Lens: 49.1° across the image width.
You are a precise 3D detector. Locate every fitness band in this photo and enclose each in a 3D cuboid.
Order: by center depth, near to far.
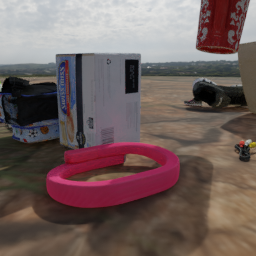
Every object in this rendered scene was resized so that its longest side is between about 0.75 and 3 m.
[{"bbox_3d":[-0.198,0.662,4.367,2.114,0.396,1.518,-9,18,-32],"label":"fitness band"}]

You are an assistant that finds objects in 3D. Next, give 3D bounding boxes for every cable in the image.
[{"bbox_3d":[2.357,0.413,5.725,0.432,0.224,0.889,8,15,31],"label":"cable"}]

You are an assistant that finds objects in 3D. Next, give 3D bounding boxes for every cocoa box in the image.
[{"bbox_3d":[-0.622,-0.580,6.022,1.321,2.013,1.342,12,18,42],"label":"cocoa box"}]

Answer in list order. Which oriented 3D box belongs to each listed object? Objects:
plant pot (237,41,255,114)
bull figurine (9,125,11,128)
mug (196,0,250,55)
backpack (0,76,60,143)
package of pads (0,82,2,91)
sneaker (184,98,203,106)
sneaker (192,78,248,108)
[{"bbox_3d":[5.705,-1.662,9.639,2.912,2.582,2.916,-2,12,-8],"label":"plant pot"},{"bbox_3d":[-3.120,-0.344,8.507,0.958,0.514,1.579,-9,12,-19],"label":"bull figurine"},{"bbox_3d":[2.196,-2.883,6.797,1.703,1.919,1.280,0,12,-44],"label":"mug"},{"bbox_3d":[-2.179,-0.498,6.824,2.010,1.549,1.915,-7,18,-44],"label":"backpack"},{"bbox_3d":[-6.303,-1.304,11.148,1.587,0.700,2.054,-24,-2,35],"label":"package of pads"},{"bbox_3d":[2.952,-1.216,12.645,0.882,0.386,0.325,9,15,34],"label":"sneaker"},{"bbox_3d":[4.089,-1.287,11.829,2.979,0.990,1.348,15,36,15],"label":"sneaker"}]
